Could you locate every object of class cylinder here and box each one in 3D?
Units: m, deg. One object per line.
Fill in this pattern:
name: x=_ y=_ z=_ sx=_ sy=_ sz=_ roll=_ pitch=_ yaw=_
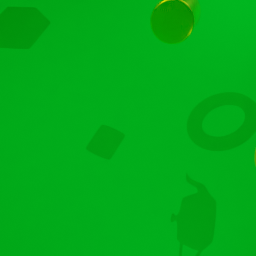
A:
cylinder: x=0.819 y=-1.883 z=4.765 sx=0.724 sy=0.724 sz=0.724 roll=23 pitch=39 yaw=8
